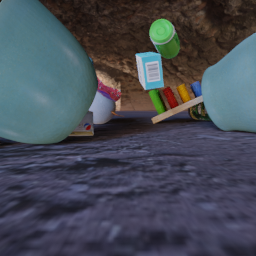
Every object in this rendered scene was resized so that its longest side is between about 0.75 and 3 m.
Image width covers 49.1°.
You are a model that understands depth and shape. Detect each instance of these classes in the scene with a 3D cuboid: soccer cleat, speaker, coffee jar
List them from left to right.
[{"bbox_3d":[-0.849,-1.234,8.950,1.319,0.440,0.504,25,-33,-8],"label":"soccer cleat"},{"bbox_3d":[1.029,-2.378,7.626,0.669,0.669,1.512,1,-4,17],"label":"speaker"},{"bbox_3d":[3.980,-0.900,13.659,1.336,1.093,2.561,-2,5,-13],"label":"coffee jar"}]

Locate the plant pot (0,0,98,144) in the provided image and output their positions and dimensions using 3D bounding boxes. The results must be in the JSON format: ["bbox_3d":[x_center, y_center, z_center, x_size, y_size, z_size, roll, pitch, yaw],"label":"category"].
[{"bbox_3d":[-1.717,-0.839,4.916,1.948,2.427,2.427,34,-13,-28],"label":"plant pot"}]

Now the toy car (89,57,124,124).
[{"bbox_3d":[-1.525,-1.013,10.902,2.896,2.669,2.561,29,-4,-16],"label":"toy car"}]

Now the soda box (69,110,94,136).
[{"bbox_3d":[-1.298,-0.172,7.441,0.627,0.586,1.840,-1,4,-12],"label":"soda box"}]

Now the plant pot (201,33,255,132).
[{"bbox_3d":[3.395,-1.045,6.865,2.793,2.793,2.625,-4,-9,-43],"label":"plant pot"}]

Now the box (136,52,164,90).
[{"bbox_3d":[0.589,-1.709,8.119,0.520,0.871,2.117,-9,17,1],"label":"box"}]

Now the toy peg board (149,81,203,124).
[{"bbox_3d":[2.147,-1.345,11.995,2.594,1.274,2.605,-25,-1,13],"label":"toy peg board"}]
